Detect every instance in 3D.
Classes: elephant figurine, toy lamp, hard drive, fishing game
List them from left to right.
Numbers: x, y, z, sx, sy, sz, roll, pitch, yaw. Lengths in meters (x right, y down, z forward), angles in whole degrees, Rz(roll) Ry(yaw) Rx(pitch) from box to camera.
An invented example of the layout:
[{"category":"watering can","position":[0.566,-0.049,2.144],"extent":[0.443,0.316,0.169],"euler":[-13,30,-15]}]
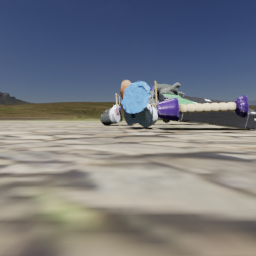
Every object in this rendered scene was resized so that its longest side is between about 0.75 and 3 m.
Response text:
[{"category":"fishing game","position":[0.209,-0.770,7.096],"extent":[1.239,0.887,0.193],"euler":[-17,-24,30]},{"category":"elephant figurine","position":[1.899,-1.011,12.292],"extent":[2.107,1.491,1.635],"euler":[30,1,-39]},{"category":"toy lamp","position":[1.402,-0.369,5.404],"extent":[1.667,0.485,0.485],"euler":[-1,2,7]},{"category":"hard drive","position":[2.037,-0.449,7.209],"extent":[2.316,0.438,1.618],"euler":[8,15,-6]}]

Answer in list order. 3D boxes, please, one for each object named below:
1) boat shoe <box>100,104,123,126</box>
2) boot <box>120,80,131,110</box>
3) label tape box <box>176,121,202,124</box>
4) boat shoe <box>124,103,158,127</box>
[{"category":"boat shoe","position":[-0.653,-0.518,11.469],"extent":[0.623,0.755,2.201],"euler":[-14,5,7]},{"category":"boot","position":[0.138,-0.792,11.324],"extent":[0.732,1.988,1.538],"euler":[-19,37,12]},{"category":"label tape box","position":[2.991,-0.548,13.128],"extent":[1.472,0.646,2.041],"euler":[5,-1,-18]},{"category":"boat shoe","position":[0.598,-0.474,8.120],"extent":[0.885,0.690,1.950],"euler":[-17,8,-20]}]
